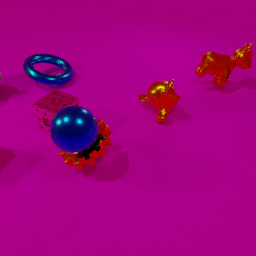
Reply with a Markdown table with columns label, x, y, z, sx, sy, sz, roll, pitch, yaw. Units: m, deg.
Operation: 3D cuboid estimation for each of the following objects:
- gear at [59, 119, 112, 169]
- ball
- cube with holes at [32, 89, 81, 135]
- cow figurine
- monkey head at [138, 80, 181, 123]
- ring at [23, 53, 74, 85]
| label | x | y | z | sx | sy | sz | roll | pitch | yaw |
| --- | --- | --- | --- | --- | --- | --- | --- | --- | --- |
| gear | -0.911 | 0.312 | 6.012 | 1.181 | 0.218 | 1.181 | -17 | 46 | 18 |
| ball | -1.051 | 0.026 | 5.507 | 0.954 | 0.954 | 0.954 | 0 | 41 | 0 |
| cube with holes | -1.707 | -0.334 | 6.904 | 0.791 | 0.791 | 0.791 | 22 | 46 | 24 |
| cow figurine | 2.841 | -1.956 | 8.180 | 1.449 | 1.426 | 0.795 | 23 | 18 | -8 |
| monkey head | 0.817 | -0.715 | 7.245 | 1.387 | 0.836 | 0.998 | -17 | 39 | 54 |
| ring | -2.466 | -1.848 | 8.742 | 1.538 | 0.308 | 1.538 | 13 | 39 | -11 |
